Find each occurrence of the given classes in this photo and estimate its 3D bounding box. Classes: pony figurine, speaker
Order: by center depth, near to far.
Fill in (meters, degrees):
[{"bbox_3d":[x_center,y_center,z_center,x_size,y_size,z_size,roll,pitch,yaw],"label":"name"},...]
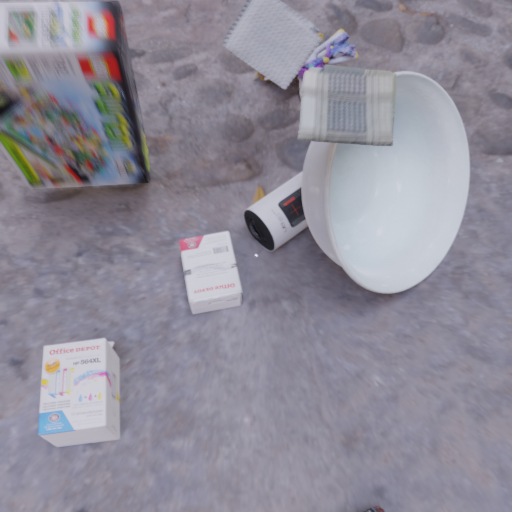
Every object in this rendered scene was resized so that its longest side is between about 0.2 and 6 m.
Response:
[{"bbox_3d":[0.916,-1.084,10.767,2.351,0.955,0.955,-35,66,-19],"label":"speaker"},{"bbox_3d":[1.144,-4.271,12.395,2.074,1.727,2.002,-27,32,-11],"label":"pony figurine"}]

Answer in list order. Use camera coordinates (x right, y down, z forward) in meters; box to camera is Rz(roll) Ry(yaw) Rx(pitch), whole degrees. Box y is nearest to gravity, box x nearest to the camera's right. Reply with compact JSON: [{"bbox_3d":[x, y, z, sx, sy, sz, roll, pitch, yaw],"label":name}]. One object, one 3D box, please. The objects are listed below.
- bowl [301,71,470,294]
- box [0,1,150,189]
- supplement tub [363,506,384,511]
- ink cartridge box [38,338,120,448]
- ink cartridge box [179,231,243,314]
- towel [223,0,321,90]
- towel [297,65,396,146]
[{"bbox_3d":[2.035,-1.284,9.937,3.662,3.662,1.646,-43,31,-21],"label":"bowl"},{"bbox_3d":[-2.963,-2.215,8.690,2.276,4.136,0.718,-4,74,-6],"label":"box"},{"bbox_3d":[1.410,4.064,8.059,1.070,0.572,0.572,-18,62,-9],"label":"supplement tub"},{"bbox_3d":[-2.780,2.086,8.925,1.024,0.998,1.593,-7,61,-4],"label":"ink cartridge box"},{"bbox_3d":[-0.821,0.308,10.192,0.962,0.560,1.321,-10,60,-6],"label":"ink cartridge box"},{"bbox_3d":[0.282,-3.742,9.625,1.387,1.148,0.593,26,25,-26],"label":"towel"},{"bbox_3d":[1.134,-1.890,6.904,1.172,0.210,1.217,5,62,6],"label":"towel"}]
